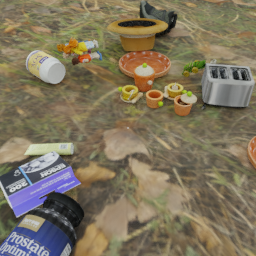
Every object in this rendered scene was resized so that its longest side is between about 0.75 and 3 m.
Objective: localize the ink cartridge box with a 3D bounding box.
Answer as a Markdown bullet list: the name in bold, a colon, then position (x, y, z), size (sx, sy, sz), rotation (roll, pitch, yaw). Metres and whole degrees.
- **ink cartridge box**: position (-2.242, 1.290, 6.962), size (1.618, 0.354, 1.634), rotation (-26, 30, -27)

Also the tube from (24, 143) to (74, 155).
- **tube**: position (-2.271, 0.616, 8.133), size (1.343, 0.390, 0.349), rotation (-1, 78, 3)

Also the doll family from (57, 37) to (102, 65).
- **doll family**: position (-1.882, -2.932, 10.232), size (1.279, 0.928, 2.060), rotation (-18, 29, -19)

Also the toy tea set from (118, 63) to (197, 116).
- **toy tea set**: position (1.121, -1.464, 9.933), size (2.818, 1.043, 1.676), rotation (18, 44, 19)

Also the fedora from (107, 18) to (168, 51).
- **fedora**: position (0.429, -4.224, 12.855), size (2.952, 1.204, 2.952), rotation (-2, 30, 1)

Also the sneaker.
- **sneaker**: position (1.567, -5.942, 15.069), size (1.711, 1.142, 2.987), rotation (-8, 45, -12)

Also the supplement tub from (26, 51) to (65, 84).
- **supplement tub**: position (-3.229, -2.380, 11.018), size (1.376, 1.001, 1.001), rotation (30, 49, 31)

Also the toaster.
- **toaster**: position (3.473, -1.494, 9.968), size (1.604, 1.053, 1.774), rotation (5, 42, 8)

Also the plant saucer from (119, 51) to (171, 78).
- **plant saucer**: position (0.707, -2.641, 11.831), size (2.174, 0.351, 2.174), rotation (0, 40, 0)

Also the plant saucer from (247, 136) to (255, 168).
- **plant saucer**: position (4.322, 0.857, 7.841), size (1.894, 0.306, 1.894), rotation (0, 40, 0)

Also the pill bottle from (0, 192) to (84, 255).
- **pill bottle**: position (-1.769, 2.356, 5.434), size (1.202, 1.202, 2.149), rotation (15, 43, 17)

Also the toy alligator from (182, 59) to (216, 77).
- **toy alligator**: position (2.639, -2.422, 10.817), size (1.570, 0.377, 0.520), rotation (-17, 44, 45)
